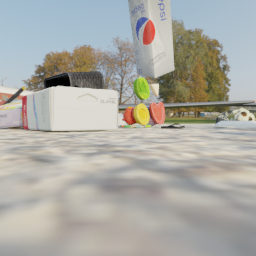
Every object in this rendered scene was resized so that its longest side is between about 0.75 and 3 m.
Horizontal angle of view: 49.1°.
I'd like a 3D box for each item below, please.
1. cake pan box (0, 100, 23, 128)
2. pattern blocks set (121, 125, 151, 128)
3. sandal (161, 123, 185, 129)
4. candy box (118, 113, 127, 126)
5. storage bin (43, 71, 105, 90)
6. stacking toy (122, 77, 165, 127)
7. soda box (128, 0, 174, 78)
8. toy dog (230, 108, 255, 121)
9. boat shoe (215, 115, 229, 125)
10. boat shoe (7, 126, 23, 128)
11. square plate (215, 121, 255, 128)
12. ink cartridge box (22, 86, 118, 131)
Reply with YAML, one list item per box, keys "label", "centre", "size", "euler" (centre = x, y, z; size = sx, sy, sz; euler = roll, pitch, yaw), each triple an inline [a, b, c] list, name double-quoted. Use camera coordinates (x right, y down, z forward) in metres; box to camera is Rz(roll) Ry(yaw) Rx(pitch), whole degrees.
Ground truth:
- label: "cake pan box"
  centre: [-3.337, -0.546, 9.245]
  size: [2.118, 0.602, 2.300]
  euler: [-1, 15, 17]
- label: "pattern blocks set"
  centre: [0.296, -0.058, 10.581]
  size: [1.123, 0.104, 1.277]
  euler: [1, 1, 24]
- label: "sandal"
  centre: [1.468, -0.064, 9.230]
  size: [0.830, 0.178, 0.316]
  euler: [1, 1, 30]
- label: "candy box"
  centre: [-1.102, -0.444, 14.834]
  size: [1.924, 0.688, 1.614]
  euler: [0, 1, -10]
- label: "storage bin"
  centre: [-2.133, -1.106, 10.957]
  size: [1.353, 1.952, 2.887]
  euler: [-10, 9, -34]
- label: "stacking toy"
  centre: [0.563, -0.939, 11.229]
  size: [0.879, 1.884, 2.081]
  euler: [-12, -10, 36]
- label: "soda box"
  centre: [0.713, -2.976, 8.441]
  size: [0.939, 2.752, 0.873]
  euler: [-26, 31, -32]
- label: "toy dog"
  centre: [6.004, -0.454, 14.633]
  size: [1.314, 0.946, 1.355]
  euler: [32, 20, 33]
- label: "boat shoe"
  centre: [4.479, -0.338, 13.277]
  size: [0.589, 0.545, 1.596]
  euler: [1, 2, 36]
- label: "boat shoe"
  centre: [-3.982, -0.159, 9.768]
  size: [0.932, 0.345, 0.309]
  euler: [0, -4, 13]
- label: "square plate"
  centre: [4.470, -0.150, 11.038]
  size: [2.001, 0.285, 1.982]
  euler: [0, 1, 18]
- label: "ink cartridge box"
  centre: [-1.560, -0.422, 7.183]
  size: [1.706, 0.969, 2.341]
  euler: [-1, 2, -34]
